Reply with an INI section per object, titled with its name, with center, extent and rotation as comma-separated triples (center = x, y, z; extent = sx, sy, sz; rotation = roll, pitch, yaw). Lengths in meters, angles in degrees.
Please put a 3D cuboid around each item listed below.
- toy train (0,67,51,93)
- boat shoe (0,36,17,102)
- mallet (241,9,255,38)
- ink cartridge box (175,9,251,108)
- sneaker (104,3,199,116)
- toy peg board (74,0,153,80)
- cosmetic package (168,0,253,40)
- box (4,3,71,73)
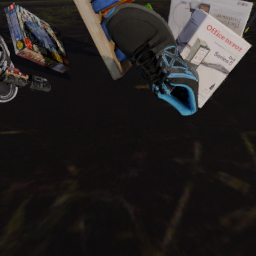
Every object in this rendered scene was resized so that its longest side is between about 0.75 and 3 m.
[toy train]
center = -2.056, -0.930, 5.025
extent = 1.444, 0.331, 0.246
rotation = 9, -26, -44
[boat shoe]
center = -2.775, -1.422, 5.484
extent = 0.960, 2.677, 0.907
rotation = -28, 53, -24
[mallet]
center = 3.303, -2.731, 8.403
extent = 0.665, 2.019, 0.415
rotation = -25, 63, -29
[ink cartridge box]
center = 1.618, -1.546, 6.370
extent = 1.280, 1.760, 0.739
rotation = 24, 28, -20
[sneaker]
center = 0.539, -1.098, 4.696
extent = 0.833, 2.277, 0.932
rotation = -32, 38, 33
[toy peg board]
center = -0.150, -3.276, 7.909
extent = 1.444, 2.953, 2.940
rotation = -22, 17, 18
[cosmetic package]
center = 2.258, -2.992, 8.211
extent = 2.146, 1.618, 0.555
rotation = 20, 52, 16
[box]
center = -2.434, -2.416, 7.811
extent = 0.388, 1.331, 1.944
rotation = -22, -11, 20
